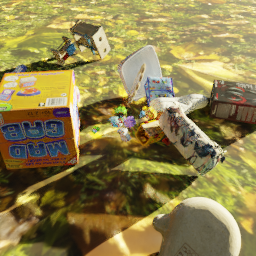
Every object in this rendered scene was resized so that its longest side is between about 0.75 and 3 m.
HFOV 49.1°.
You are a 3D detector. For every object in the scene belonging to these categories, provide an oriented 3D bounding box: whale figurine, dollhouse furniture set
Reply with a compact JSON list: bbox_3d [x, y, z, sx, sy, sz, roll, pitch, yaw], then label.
[{"bbox_3d":[1.441,3.043,6.910,2.198,1.434,2.763,39,75,18],"label":"whale figurine"},{"bbox_3d":[-2.651,-4.502,16.110,1.815,1.805,2.576,25,69,27],"label":"dollhouse furniture set"}]

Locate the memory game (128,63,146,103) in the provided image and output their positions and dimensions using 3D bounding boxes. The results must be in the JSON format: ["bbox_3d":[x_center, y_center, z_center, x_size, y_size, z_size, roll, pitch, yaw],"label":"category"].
[{"bbox_3d":[0.371,-1.879,11.888,0.116,1.823,1.823,21,38,-8],"label":"memory game"}]

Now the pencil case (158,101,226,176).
[{"bbox_3d":[2.134,0.299,9.715,1.040,1.196,2.673,14,34,-56],"label":"pencil case"}]

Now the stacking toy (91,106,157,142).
[{"bbox_3d":[-0.201,-0.198,10.362,2.135,0.502,1.610,4,36,47],"label":"stacking toy"}]

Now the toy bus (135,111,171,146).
[{"bbox_3d":[0.989,0.159,10.668,1.504,0.777,1.419,24,40,-12],"label":"toy bus"}]

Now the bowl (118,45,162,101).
[{"bbox_3d":[0.477,-2.570,13.026,2.121,2.124,0.793,-39,38,-21],"label":"bowl"}]

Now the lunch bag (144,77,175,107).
[{"bbox_3d":[1.458,-1.492,12.832,1.195,0.747,1.588,0,62,-10],"label":"lunch bag"}]

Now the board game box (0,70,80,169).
[{"bbox_3d":[-3.085,-0.344,9.968,2.477,2.476,2.475,-4,39,-5],"label":"board game box"}]

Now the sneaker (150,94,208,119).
[{"bbox_3d":[2.280,-0.712,11.913,2.675,0.974,1.132,-8,66,-16],"label":"sneaker"}]

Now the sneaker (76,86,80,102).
[{"bbox_3d":[-3.089,-1.569,12.722,1.710,0.975,0.620,-11,42,-12],"label":"sneaker"}]

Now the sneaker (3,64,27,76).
[{"bbox_3d":[-5.721,-2.742,14.596,0.767,0.537,1.329,26,52,24],"label":"sneaker"}]

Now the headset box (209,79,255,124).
[{"bbox_3d":[4.923,-1.149,12.196,2.535,0.951,1.884,9,40,12],"label":"headset box"}]
